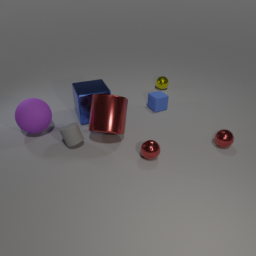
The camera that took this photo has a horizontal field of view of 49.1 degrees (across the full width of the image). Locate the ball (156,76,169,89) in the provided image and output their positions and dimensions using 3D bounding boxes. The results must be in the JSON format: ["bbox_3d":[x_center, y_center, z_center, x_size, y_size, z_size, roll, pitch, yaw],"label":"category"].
[{"bbox_3d":[1.834,-2.419,14.972,0.700,0.700,0.700,0,32,0],"label":"ball"}]

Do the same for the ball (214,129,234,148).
[{"bbox_3d":[3.608,0.395,10.505,0.700,0.700,0.700,0,32,0],"label":"ball"}]

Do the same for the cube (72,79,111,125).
[{"bbox_3d":[-1.585,-1.177,12.315,1.400,1.400,1.400,-11,34,-16],"label":"cube"}]

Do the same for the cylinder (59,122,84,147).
[{"bbox_3d":[-2.111,0.246,10.522,0.700,0.700,0.700,-21,15,6],"label":"cylinder"}]

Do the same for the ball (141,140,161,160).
[{"bbox_3d":[0.797,0.765,9.896,0.700,0.700,0.700,0,32,0],"label":"ball"}]

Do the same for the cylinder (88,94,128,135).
[{"bbox_3d":[-0.757,-0.509,10.790,1.400,1.400,1.400,6,-2,0],"label":"cylinder"}]

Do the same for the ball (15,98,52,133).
[{"bbox_3d":[-3.741,-0.492,11.109,1.400,1.400,1.400,0,32,0],"label":"ball"}]

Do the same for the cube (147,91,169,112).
[{"bbox_3d":[1.391,-1.249,13.067,0.700,0.700,0.700,-14,34,-25],"label":"cube"}]
